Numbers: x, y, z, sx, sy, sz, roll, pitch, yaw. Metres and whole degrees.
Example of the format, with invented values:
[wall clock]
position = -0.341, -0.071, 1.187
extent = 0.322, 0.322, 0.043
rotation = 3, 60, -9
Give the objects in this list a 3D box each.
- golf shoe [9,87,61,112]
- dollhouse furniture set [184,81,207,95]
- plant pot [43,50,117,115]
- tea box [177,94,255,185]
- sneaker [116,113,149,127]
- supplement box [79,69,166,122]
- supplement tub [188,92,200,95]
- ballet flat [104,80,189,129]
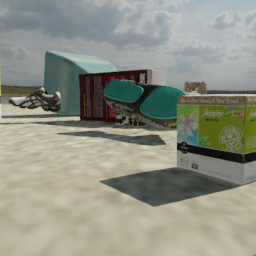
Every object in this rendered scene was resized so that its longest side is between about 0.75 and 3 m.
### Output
[golf shoe]
position = -2.893, -0.926, 8.789
extent = 1.570, 0.742, 0.610
rotation = 5, 9, -14
[dollhouse furniture set]
position = 2.853, -0.868, 9.259
extent = 1.835, 1.286, 1.293
rotation = 2, 6, 18
[plant pot]
position = -2.044, -1.949, 13.396
extent = 2.909, 2.917, 2.971
rotation = -5, 20, -41
[tea box]
position = 0.916, 0.056, 2.711
extent = 0.516, 0.760, 0.773
rotation = -5, 7, -36
[sneaker]
position = 0.248, -0.323, 7.671
extent = 0.596, 0.576, 1.428
rotation = 3, 3, -34
[supplement box]
position = -0.264, -0.994, 9.016
extent = 2.930, 1.594, 0.892
rotation = 5, 8, 35
[supplement tub]
position = 1.409, -0.496, 7.514
extent = 0.898, 0.898, 1.466
rotation = -2, 6, -17
[ballet flat]
position = 0.481, -0.447, 5.806
extent = 0.920, 0.920, 2.559
rotation = -4, 19, -37
